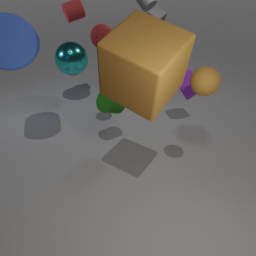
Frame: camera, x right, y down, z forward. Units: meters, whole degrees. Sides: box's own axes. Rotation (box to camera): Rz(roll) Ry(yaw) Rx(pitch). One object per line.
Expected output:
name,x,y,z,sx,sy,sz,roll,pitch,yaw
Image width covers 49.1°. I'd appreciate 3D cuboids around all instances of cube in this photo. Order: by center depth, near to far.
cube,0.340,-1.289,5.813,1.400,1.400,1.400,30,59,17
cube,2.250,-1.620,10.436,0.700,0.700,0.700,-32,51,13
cube,1.321,-5.247,13.316,0.700,0.700,0.700,39,65,9

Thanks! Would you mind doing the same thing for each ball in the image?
ball,1.818,-1.103,6.609,0.700,0.700,0.700,0,31,0
ball,-0.765,-2.705,8.259,0.700,0.700,0.700,0,31,0
ball,-2.404,-2.936,11.886,1.400,1.400,1.400,0,31,0

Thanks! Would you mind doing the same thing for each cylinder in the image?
cylinder,-3.169,-2.335,7.643,1.400,1.400,1.400,-8,18,-12
cylinder,-0.546,-0.827,9.054,0.700,0.700,0.700,26,15,36
cylinder,-2.076,-4.471,10.677,0.700,0.700,0.700,-25,37,-10
cylinder,0.756,-5.418,11.822,0.700,0.700,0.700,-33,88,-42
